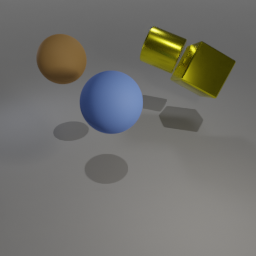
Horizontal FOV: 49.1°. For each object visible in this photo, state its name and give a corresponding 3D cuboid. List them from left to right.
[{"bbox_3d":[-1.894,-1.962,8.033,1.400,1.400,1.400,0,29,0],"label":"ball"},{"bbox_3d":[-0.370,-0.567,6.245,1.400,1.400,1.400,0,29,0],"label":"ball"},{"bbox_3d":[1.359,-3.009,10.841,1.400,1.400,1.400,24,33,6],"label":"cylinder"},{"bbox_3d":[2.552,-1.988,9.775,1.400,1.400,1.400,26,6,-11],"label":"cube"}]
